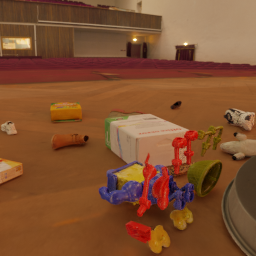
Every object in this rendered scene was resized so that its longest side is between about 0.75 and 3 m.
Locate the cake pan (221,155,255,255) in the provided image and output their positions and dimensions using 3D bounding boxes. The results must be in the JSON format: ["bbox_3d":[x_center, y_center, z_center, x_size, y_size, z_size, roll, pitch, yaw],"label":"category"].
[{"bbox_3d":[2.890,1.125,4.221,2.818,0.517,2.818,-9,27,4],"label":"cake pan"}]

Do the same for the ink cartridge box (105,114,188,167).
[{"bbox_3d":[0.459,0.307,7.812,1.587,0.920,2.191,-7,17,-24],"label":"ink cartridge box"}]

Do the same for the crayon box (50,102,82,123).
[{"bbox_3d":[-2.745,-0.724,12.420,1.315,0.526,2.071,-4,16,-14],"label":"crayon box"}]

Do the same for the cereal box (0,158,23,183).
[{"bbox_3d":[-3.329,1.041,6.149,1.148,0.315,1.596,8,14,25],"label":"cereal box"}]

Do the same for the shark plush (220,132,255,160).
[{"bbox_3d":[3.487,0.530,7.818,1.670,0.759,0.695,-4,-16,3],"label":"shark plush"}]

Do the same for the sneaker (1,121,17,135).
[{"bbox_3d":[-4.329,-0.063,10.175,0.398,0.429,1.059,-15,19,-39],"label":"sneaker"}]

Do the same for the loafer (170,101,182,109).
[{"bbox_3d":[2.494,-1.197,14.262,0.813,0.256,0.292,-30,73,-34],"label":"loafer"}]

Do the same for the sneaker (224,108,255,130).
[{"bbox_3d":[4.192,-0.354,10.752,1.117,0.685,1.716,7,16,29],"label":"sneaker"}]

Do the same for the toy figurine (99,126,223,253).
[{"bbox_3d":[0.428,0.768,5.223,1.766,1.555,2.947,5,15,38],"label":"toy figurine"}]

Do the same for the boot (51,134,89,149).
[{"bbox_3d":[-1.755,0.365,8.528,0.871,0.415,1.126,1,13,14],"label":"boot"}]

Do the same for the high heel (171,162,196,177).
[{"bbox_3d":[1.425,1.028,6.525,0.812,0.290,0.579,7,26,23],"label":"high heel"}]

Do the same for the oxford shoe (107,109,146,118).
[{"bbox_3d":[0.067,-0.232,10.754,1.912,0.673,0.715,7,42,26],"label":"oxford shoe"}]
